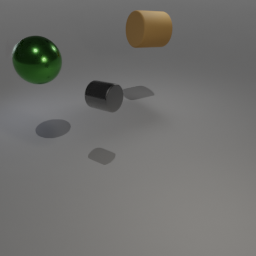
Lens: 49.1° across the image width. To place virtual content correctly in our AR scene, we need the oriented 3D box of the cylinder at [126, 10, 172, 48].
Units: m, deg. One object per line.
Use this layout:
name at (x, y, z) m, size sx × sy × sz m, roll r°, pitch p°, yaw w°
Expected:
cylinder at (0.839, -4.002, 11.388) m, size 1.400 × 1.400 × 1.400 m, roll -12°, pitch 31°, yaw -31°

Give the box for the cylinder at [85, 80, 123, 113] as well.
cylinder at (-0.589, -0.789, 6.939) m, size 0.700 × 0.700 × 0.700 m, roll 15°, pitch 32°, yaw 33°

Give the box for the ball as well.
ball at (-2.662, -1.989, 8.260) m, size 1.400 × 1.400 × 1.400 m, roll 0°, pitch 29°, yaw 0°
